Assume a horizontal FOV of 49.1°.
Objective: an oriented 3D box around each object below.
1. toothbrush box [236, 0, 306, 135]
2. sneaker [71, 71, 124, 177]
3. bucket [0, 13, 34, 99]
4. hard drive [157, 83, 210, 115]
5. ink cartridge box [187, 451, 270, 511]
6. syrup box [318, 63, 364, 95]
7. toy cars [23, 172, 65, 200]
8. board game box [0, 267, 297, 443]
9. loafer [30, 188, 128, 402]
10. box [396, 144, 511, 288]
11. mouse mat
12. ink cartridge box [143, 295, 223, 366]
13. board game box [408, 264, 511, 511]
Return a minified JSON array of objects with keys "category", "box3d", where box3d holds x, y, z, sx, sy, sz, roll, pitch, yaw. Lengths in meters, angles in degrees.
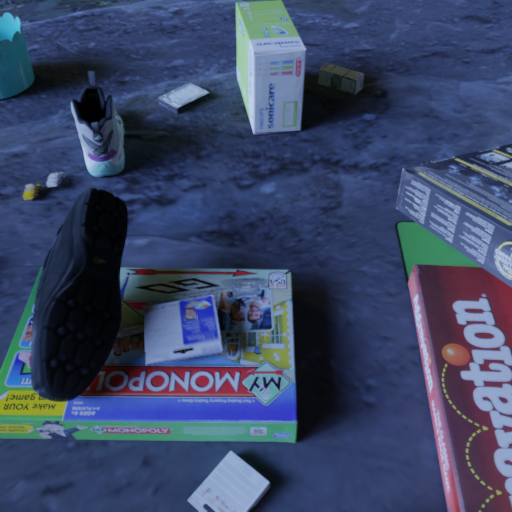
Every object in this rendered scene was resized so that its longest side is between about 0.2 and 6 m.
[{"category":"toothbrush box","box3d":[0.258,-4.277,12.589,1.142,1.931,2.652,-5,44,-6]},{"category":"sneaker","box3d":[-3.235,-2.991,11.401,0.984,1.770,2.530,-14,46,-14]},{"category":"bucket","box3d":[-6.479,-4.777,13.459,2.154,1.402,2.154,-1,43,1]},{"category":"hard drive","box3d":[-1.715,-3.750,13.300,0.725,0.196,1.038,34,55,30]},{"category":"ink cartridge box","box3d":[-0.318,2.825,6.677,0.639,0.224,0.786,31,60,27]},{"category":"syrup box","box3d":[2.072,-4.344,13.738,1.045,0.411,0.425,27,51,25]},{"category":"toy cars","box3d":[-4.117,-1.400,10.828,0.957,0.212,0.429,-37,41,-27]},{"category":"board game box","box3d":[-1.416,1.286,7.943,3.917,0.570,2.636,0,44,0]},{"category":"loafer","box3d":[-2.438,0.509,7.675,1.058,1.094,3.116,24,51,-31]},{"category":"box","box3d":[4.683,-0.630,9.041,3.059,0.932,3.795,-15,36,-25]},{"category":"mouse mat","box3d":[3.607,0.036,9.557,2.298,0.087,1.849,2,45,1]},{"category":"ink cartridge box","box3d":[-1.001,1.036,7.588,1.018,0.242,1.030,-9,46,-5]},{"category":"board game box","box3d":[3.727,2.364,6.822,2.950,0.557,5.731,2,45,3]}]
